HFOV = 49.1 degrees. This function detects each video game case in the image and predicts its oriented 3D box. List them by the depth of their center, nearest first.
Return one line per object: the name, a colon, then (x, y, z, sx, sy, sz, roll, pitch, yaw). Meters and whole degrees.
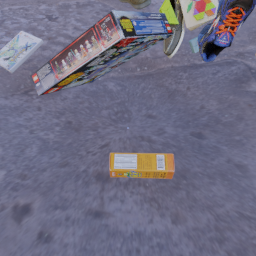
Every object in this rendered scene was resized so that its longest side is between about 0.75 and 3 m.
video game case: (-3.444, -2.399, 8.702, 1.250, 0.151, 1.371, 30, 73, 34)

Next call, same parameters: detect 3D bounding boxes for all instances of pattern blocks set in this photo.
pattern blocks set: (2.080, -3.882, 8.278, 2.560, 2.912, 0.236, -38, 22, -6)

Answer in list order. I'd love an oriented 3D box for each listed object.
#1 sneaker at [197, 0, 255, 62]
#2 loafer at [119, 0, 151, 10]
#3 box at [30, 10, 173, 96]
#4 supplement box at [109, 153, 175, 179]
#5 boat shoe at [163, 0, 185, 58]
sneaker: (2.464, -2.487, 6.984, 0.867, 2.301, 0.902, 11, 64, -5)
loafer: (0.116, -4.361, 8.836, 0.731, 0.677, 1.943, -31, 44, -8)
box: (-0.549, -1.424, 5.505, 2.464, 0.491, 1.687, -21, 3, 40)
supplement box: (0.267, 0.754, 5.589, 1.269, 0.422, 0.436, 3, 59, 2)
boat shoe: (1.381, -3.217, 8.780, 0.651, 0.778, 2.177, 22, 71, -22)
